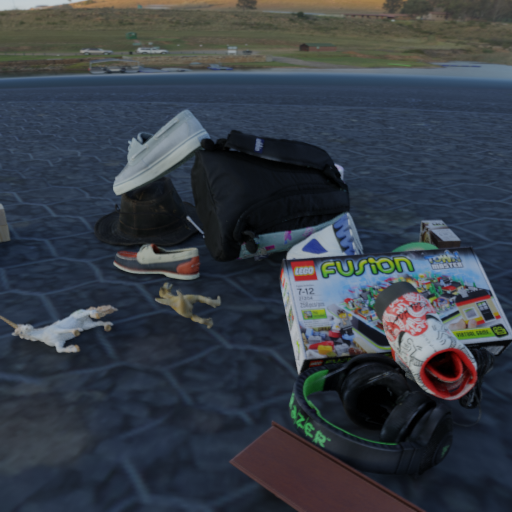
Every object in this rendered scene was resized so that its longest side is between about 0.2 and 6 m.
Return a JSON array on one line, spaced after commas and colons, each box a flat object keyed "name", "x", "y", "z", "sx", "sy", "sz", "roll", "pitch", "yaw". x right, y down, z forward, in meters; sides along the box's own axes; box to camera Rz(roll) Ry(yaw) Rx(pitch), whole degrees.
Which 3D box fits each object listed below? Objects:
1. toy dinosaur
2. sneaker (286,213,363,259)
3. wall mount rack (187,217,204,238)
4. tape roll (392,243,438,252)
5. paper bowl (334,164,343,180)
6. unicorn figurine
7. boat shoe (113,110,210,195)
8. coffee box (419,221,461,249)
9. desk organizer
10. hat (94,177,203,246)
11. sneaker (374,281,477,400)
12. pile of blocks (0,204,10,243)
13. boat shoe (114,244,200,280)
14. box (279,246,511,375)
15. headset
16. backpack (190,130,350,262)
[{"name": "toy dinosaur", "x": -1.111, "y": 0.802, "z": 8.909, "sx": 0.975, "sy": 0.561, "sz": 1.929, "roll": 14, "pitch": -3, "yaw": -18}, {"name": "sneaker", "x": 1.283, "y": 0.307, "z": 10.226, "sx": 1.364, "sy": 0.954, "sz": 2.361, "roll": -21, "pitch": 36, "yaw": 19}, {"name": "wall mount rack", "x": -1.057, "y": -0.745, "z": 13.051, "sx": 0.954, "sy": 0.409, "sz": 1.098, "roll": 11, "pitch": 23, "yaw": 13}, {"name": "tape roll", "x": 2.845, "y": 0.284, "z": 10.179, "sx": 1.193, "sy": 0.287, "sz": 1.193, "roll": -20, "pitch": 39, "yaw": 17}, {"name": "paper bowl", "x": 1.769, "y": -2.189, "z": 16.008, "sx": 1.409, "sy": 0.733, "sz": 1.409, "roll": 0, "pitch": 24, "yaw": 0}, {"name": "unicorn figurine", "x": -3.003, "y": 1.138, "z": 8.762, "sx": 1.058, "sy": 0.569, "sz": 1.540, "roll": 4, "pitch": 7, "yaw": 34}, {"name": "boat shoe", "x": -2.158, "y": -2.183, "z": 11.858, "sx": 2.732, "sy": 0.973, "sz": 0.953, "roll": -25, "pitch": 7, "yaw": 33}, {"name": "coffee box", "x": 3.783, "y": -0.232, "z": 11.623, "sx": 0.467, "sy": 0.662, "sz": 1.171, "roll": -1, "pitch": 23, "yaw": -1}, {"name": "desk organizer", "x": 0.654, "y": 2.468, "z": 5.447, "sx": 1.896, "sy": 0.680, "sz": 0.730, "roll": 20, "pitch": 33, "yaw": 38}, {"name": "hat", "x": -2.458, "y": -1.231, "z": 13.300, "sx": 2.922, "sy": 1.179, "sz": 2.922, "roll": -1, "pitch": 23, "yaw": 0}, {"name": "sneaker", "x": 2.176, "y": 1.354, "z": 6.805, "sx": 0.741, "sy": 2.220, "sz": 1.190, "roll": -32, "pitch": 41, "yaw": 6}, {"name": "pile of blocks", "x": -6.321, "y": -0.407, "z": 11.525, "sx": 1.403, "sy": 1.062, "sz": 3.417, "roll": 2, "pitch": 23, "yaw": 3}, {"name": "boat shoe", "x": -1.965, "y": 0.048, "z": 11.045, "sx": 1.843, "sy": 0.576, "sz": 0.656, "roll": 7, "pitch": 20, "yaw": 18}, {"name": "box", "x": 2.040, "y": 0.780, "z": 8.494, "sx": 3.154, "sy": 0.548, "sz": 1.736, "roll": -4, "pitch": 54, "yaw": -9}, {"name": "headset", "x": 1.690, "y": 1.658, "z": 6.555, "sx": 2.647, "sy": 1.244, "sz": 1.635, "roll": 4, "pitch": 20, "yaw": -28}, {"name": "backpack", "x": 0.322, "y": -1.157, "z": 11.587, "sx": 3.059, "sy": 2.553, "sz": 1.936, "roll": -8, "pitch": -15, "yaw": -23}]
